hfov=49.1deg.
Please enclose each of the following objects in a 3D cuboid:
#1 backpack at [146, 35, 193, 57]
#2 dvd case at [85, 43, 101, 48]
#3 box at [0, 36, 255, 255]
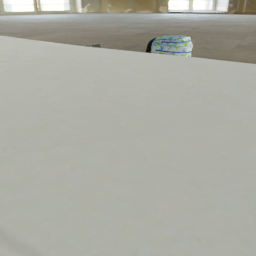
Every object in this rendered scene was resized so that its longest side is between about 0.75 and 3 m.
[{"bbox_3d":[2.121,-3.830,13.428,1.942,1.493,1.584,34,32,29],"label":"backpack"},{"bbox_3d":[-2.368,-2.672,10.845,1.911,0.315,2.543,-19,9,-27],"label":"dvd case"},{"bbox_3d":[-0.651,1.323,1.051,2.889,2.903,2.487,13,32,26],"label":"box"}]
